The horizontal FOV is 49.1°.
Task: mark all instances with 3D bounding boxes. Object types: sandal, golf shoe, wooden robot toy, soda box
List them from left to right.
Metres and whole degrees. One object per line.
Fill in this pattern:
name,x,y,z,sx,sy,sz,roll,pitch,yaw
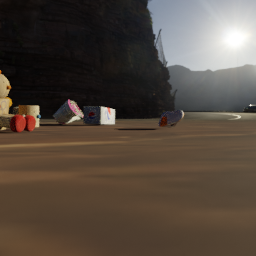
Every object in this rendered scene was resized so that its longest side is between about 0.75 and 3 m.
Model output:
wooden robot toy,-2.231,-0.504,5.112,1.079,1.111,2.449,3,4,9
golf shoe,-2.331,-0.564,10.908,0.954,0.785,2.085,-35,-3,-1
soda box,-0.967,-0.418,9.877,0.630,0.585,1.845,1,1,12
sandal,1.033,-0.165,6.417,0.298,0.398,1.040,26,-10,-18
